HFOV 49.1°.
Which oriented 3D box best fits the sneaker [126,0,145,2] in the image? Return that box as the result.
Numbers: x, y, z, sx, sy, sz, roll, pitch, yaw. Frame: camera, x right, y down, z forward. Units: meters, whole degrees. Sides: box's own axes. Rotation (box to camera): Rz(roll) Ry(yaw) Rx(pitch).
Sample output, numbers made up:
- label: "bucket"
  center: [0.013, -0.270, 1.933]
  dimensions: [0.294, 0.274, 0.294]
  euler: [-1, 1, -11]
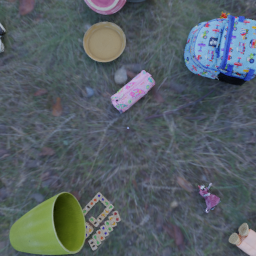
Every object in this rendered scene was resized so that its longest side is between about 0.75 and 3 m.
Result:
- label: "sneaker"
  center: [-0.250, -5.253, 9.935]
  dimensions: [2.625, 1.075, 0.961]
  euler: [15, 84, 8]

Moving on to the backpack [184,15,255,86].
- label: "backpack"
  center: [3.175, -2.703, 9.428]
  dimensions: [2.366, 1.592, 2.160]
  euler: [16, 92, 5]

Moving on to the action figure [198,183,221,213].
- label: "action figure"
  center: [2.692, 2.310, 9.559]
  dimensions: [0.878, 0.588, 0.654]
  euler: [46, 127, 15]

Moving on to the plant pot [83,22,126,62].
- label: "plant pot"
  center: [-0.847, -3.102, 10.200]
  dimensions: [1.547, 0.213, 1.547]
  euler: [0, 80, 3]

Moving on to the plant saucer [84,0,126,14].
- label: "plant saucer"
  center: [-0.863, -4.820, 9.772]
  dimensions: [1.720, 1.720, 0.436]
  euler: [16, 40, 2]

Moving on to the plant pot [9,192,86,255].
- label: "plant pot"
  center: [-2.639, 3.200, 8.842]
  dimensions: [1.960, 1.834, 1.834]
  euler: [-21, 83, 15]

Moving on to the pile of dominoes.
- label: "pile of dominoes"
  center: [-1.085, 3.186, 9.469]
  dimensions: [1.235, 0.252, 1.585]
  euler: [42, 85, 5]

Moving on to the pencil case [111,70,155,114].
- label: "pencil case"
  center: [0.153, -1.264, 9.773]
  dimensions: [1.654, 0.723, 0.723]
  euler: [-40, 85, -5]

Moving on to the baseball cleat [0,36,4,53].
- label: "baseball cleat"
  center: [-4.967, -2.697, 10.027]
  dimensions: [0.797, 0.522, 1.498]
  euler: [17, 84, 2]

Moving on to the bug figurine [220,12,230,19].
- label: "bug figurine"
  center: [3.271, -3.665, 10.172]
  dimensions: [1.019, 0.262, 0.790]
  euler: [-28, 99, 14]

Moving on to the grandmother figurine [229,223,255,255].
- label: "grandmother figurine"
  center: [4.621, 4.155, 9.173]
  dimensions: [2.404, 0.728, 1.458]
  euler: [39, 113, 1]

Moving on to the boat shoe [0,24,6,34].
- label: "boat shoe"
  center: [-4.940, -3.882, 10.233]
  dimensions: [0.346, 0.400, 1.102]
  euler: [-40, 89, -7]
